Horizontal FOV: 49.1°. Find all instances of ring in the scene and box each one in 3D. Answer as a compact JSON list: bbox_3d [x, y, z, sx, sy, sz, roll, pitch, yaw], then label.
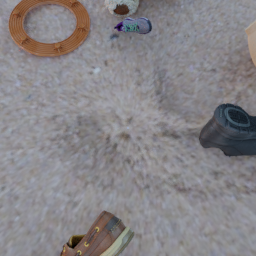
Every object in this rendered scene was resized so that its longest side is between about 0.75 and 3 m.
[{"bbox_3d":[-2.537,-3.466,9.072,2.616,0.251,2.616,2,67,-4],"label":"ring"}]

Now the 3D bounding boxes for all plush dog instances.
[{"bbox_3d":[0.291,-5.275,8.531,2.888,2.481,2.317,-17,62,7],"label":"plush dog"}]

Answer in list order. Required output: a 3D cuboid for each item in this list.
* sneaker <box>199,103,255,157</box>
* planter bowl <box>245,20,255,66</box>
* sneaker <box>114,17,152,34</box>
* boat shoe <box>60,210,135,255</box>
[{"bbox_3d":[3.116,0.250,7.271,2.855,1.296,1.084,16,48,-17],"label":"sneaker"},{"bbox_3d":[4.184,-2.588,7.500,2.268,2.268,1.527,-42,90,-14],"label":"planter bowl"},{"bbox_3d":[0.144,-3.006,8.442,0.581,0.494,1.328,-33,34,-23],"label":"sneaker"},{"bbox_3d":[-0.969,2.671,5.990,0.856,0.912,2.535,47,111,7],"label":"boat shoe"}]
